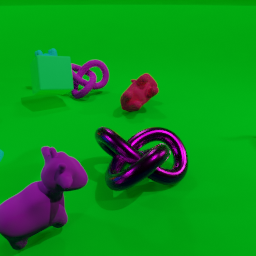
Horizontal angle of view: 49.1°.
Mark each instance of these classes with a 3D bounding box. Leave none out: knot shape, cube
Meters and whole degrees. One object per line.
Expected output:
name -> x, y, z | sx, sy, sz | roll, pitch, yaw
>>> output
knot shape -> 0.214, 0.591, 5.525 | 2.056, 0.950, 1.924 | 9, 16, 6
knot shape -> -1.604, -1.777, 10.383 | 1.689, 0.780, 1.580 | 9, 61, 2
cube -> -2.587, -1.739, 9.438 | 1.109, 1.109, 1.109 | -6, 0, -30

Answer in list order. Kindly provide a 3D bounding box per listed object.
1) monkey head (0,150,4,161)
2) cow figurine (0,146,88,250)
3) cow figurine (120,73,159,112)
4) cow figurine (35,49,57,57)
monkey head -> -3.081, 0.504, 5.323 | 1.183, 0.991, 1.644 | -30, 8, 31
cow figurine -> -1.303, 1.015, 4.104 | 1.469, 1.446, 0.806 | -27, 55, -24
cow figurine -> 0.340, -1.162, 9.344 | 1.721, 0.945, 1.693 | -45, 8, -17
cow figurine -> -2.985, -2.469, 11.000 | 1.231, 1.211, 0.676 | -17, 15, -30
